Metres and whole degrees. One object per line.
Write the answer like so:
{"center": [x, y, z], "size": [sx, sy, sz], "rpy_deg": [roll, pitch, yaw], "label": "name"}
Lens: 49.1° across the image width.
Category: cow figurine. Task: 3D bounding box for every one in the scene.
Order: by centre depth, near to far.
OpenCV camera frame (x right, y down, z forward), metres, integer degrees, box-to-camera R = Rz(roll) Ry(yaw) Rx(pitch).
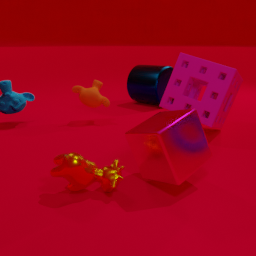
{"center": [-0.583, 0.663, 4.273], "size": [0.916, 0.931, 0.511], "rpy_deg": [-19, 43, 24], "label": "cow figurine"}

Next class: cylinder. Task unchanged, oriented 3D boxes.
{"center": [0.897, -1.559, 10.095], "size": [1.381, 1.381, 1.381], "rpy_deg": [14, 23, 41], "label": "cylinder"}

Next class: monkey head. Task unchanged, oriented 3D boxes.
{"center": [-3.258, -0.840, 7.690], "size": [1.290, 0.928, 0.777], "rpy_deg": [-14, 13, -16], "label": "monkey head"}
{"center": [-0.990, -0.981, 7.931], "size": [1.111, 0.799, 0.669], "rpy_deg": [24, 3, -6], "label": "monkey head"}

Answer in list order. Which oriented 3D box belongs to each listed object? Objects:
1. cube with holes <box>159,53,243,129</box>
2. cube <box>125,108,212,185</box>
{"center": [1.864, -0.882, 7.032], "size": [1.365, 1.365, 1.365], "rpy_deg": [26, 10, 26], "label": "cube with holes"}
{"center": [0.650, 0.276, 4.523], "size": [0.875, 0.875, 0.875], "rpy_deg": [-31, 16, -31], "label": "cube"}
